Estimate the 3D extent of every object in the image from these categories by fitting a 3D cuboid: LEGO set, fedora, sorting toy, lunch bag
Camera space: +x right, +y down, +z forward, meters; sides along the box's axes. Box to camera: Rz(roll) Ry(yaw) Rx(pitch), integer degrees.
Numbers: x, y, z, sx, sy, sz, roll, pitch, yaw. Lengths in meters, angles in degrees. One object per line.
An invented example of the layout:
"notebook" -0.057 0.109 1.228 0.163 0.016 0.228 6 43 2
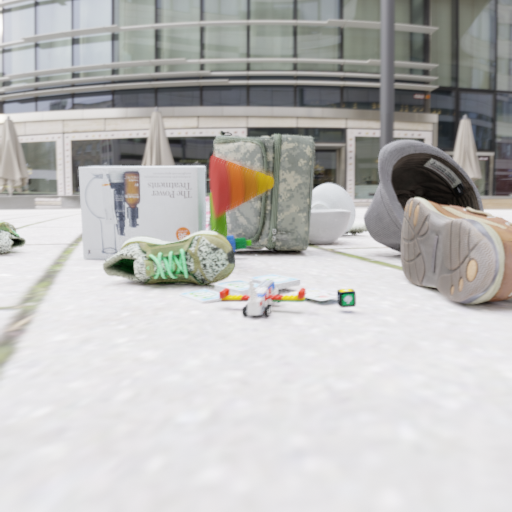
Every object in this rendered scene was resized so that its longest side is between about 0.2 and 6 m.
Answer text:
"LEGO set" 0.173 0.330 6.414 1.479 0.486 1.980 -8 10 -33
"fedora" 3.223 -0.949 11.452 3.030 2.680 1.368 -23 -11 -39
"sorting toy" -0.305 -0.723 9.732 1.000 1.007 2.903 -5 -24 -8
"lunch bag" 0.073 -1.294 11.914 2.155 2.569 1.790 4 3 1

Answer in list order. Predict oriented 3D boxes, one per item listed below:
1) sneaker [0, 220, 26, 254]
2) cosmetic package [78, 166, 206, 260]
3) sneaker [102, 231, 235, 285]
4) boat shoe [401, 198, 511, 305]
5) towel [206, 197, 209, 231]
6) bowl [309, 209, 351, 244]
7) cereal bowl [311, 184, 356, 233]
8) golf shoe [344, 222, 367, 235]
"sneaker" -5.334 -0.306 12.000 0.810 0.703 1.827 13 9 -10
"cosmetic package" -2.126 -0.805 10.601 2.345 1.768 0.606 1 11 11
"sneaker" -1.217 0.143 7.517 2.002 0.770 0.887 -4 13 29
"boat shoe" 2.724 -0.070 7.356 1.142 1.205 3.182 3 15 -3
"towel" -1.323 -0.835 13.337 1.093 1.493 0.223 -2 -35 29
"bowl" 1.185 -0.776 14.526 2.314 0.864 2.311 0 5 -3
"cereal bowl" 2.092 -1.291 16.527 1.609 1.609 0.670 6 25 42
"golf shoe" 2.613 -1.100 17.265 1.779 0.865 0.696 6 -7 32
